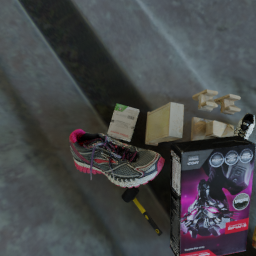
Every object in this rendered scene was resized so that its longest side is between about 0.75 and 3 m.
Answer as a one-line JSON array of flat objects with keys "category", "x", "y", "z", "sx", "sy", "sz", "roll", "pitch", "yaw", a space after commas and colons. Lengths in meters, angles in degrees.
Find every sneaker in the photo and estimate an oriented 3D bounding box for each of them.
[{"category": "sneaker", "x": 3.128, "y": 0.092, "z": 7.723, "sx": 0.530, "sy": 0.614, "sz": 1.400, "roll": 20, "pitch": 45, "yaw": 23}, {"category": "sneaker", "x": -0.415, "y": 0.707, "z": 7.046, "sx": 2.738, "sy": 1.022, "sz": 1.104, "roll": 6, "pitch": 36, "yaw": 30}]

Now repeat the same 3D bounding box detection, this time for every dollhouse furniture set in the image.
[{"category": "dollhouse furniture set", "x": 1.814, "y": 0.067, "z": 7.916, "sx": 2.242, "sy": 1.459, "sz": 2.059, "roll": 9, "pitch": 78, "yaw": -19}]

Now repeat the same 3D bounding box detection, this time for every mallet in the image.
[{"category": "mallet", "x": 0.354, "y": 2.280, "z": 7.572, "sx": 0.495, "sy": 0.309, "sz": 1.503, "roll": -41, "pitch": 66, "yaw": 19}]

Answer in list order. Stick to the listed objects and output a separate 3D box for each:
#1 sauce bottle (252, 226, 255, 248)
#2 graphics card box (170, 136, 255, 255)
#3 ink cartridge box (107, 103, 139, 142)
[{"category": "sauce bottle", "x": 3.911, "y": 2.116, "z": 7.377, "sx": 0.770, "sy": 0.770, "sz": 2.332, "roll": 21, "pitch": 79, "yaw": 4}, {"category": "graphics card box", "x": 2.011, "y": 1.754, "z": 6.888, "sx": 1.878, "sy": 0.761, "sz": 2.994, "roll": -5, "pitch": 105, "yaw": -11}, {"category": "ink cartridge box", "x": -0.135, "y": -0.146, "z": 8.172, "sx": 0.696, "sy": 0.402, "sz": 0.953, "roll": 17, "pitch": 81, "yaw": 4}]
